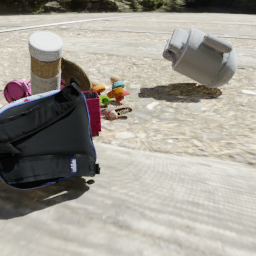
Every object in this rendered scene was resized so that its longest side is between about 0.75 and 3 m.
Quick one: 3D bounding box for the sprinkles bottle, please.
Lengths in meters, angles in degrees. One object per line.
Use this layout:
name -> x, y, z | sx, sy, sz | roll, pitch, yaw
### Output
sprinkles bottle -> -2.043, -1.243, 6.936 | 0.745, 2.184, 0.745 | 9, 49, -10

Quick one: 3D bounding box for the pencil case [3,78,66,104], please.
pencil case -> -2.538, -1.334, 8.856 | 1.147, 1.184, 2.528 | 45, 39, 3

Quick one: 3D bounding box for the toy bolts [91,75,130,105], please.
toy bolts -> -0.516, -1.299, 8.741 | 1.193, 0.828, 1.140 | -18, -7, -42

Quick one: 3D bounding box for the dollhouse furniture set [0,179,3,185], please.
dollhouse furniture set -> -3.453, 0.239, 4.740 | 1.761, 1.851, 1.508 | 20, 31, 26

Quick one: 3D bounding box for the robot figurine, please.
robot figurine -> 2.654, -2.426, 9.882 | 2.782, 1.571, 2.359 | 25, -17, -7

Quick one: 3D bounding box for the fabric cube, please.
fabric cube -> -1.179, -0.404, 7.194 | 0.893, 0.890, 0.876 | -6, 21, -12

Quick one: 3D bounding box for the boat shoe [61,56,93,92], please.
boat shoe -> -1.746, -1.714, 8.539 | 1.881, 0.677, 0.635 | 39, 13, 14

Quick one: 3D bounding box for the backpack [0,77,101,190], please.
backpack -> -1.638, 0.200, 5.100 | 1.803, 1.893, 1.458 | -17, 7, -40

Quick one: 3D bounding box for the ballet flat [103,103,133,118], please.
ballet flat -> -0.278, -0.467, 7.971 | 0.899, 0.306, 0.302 | -19, 42, 1
